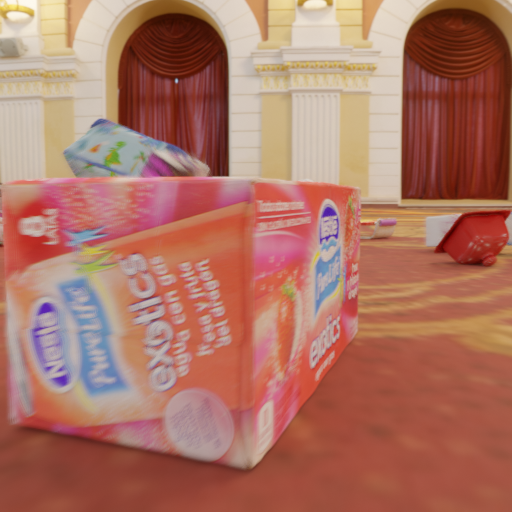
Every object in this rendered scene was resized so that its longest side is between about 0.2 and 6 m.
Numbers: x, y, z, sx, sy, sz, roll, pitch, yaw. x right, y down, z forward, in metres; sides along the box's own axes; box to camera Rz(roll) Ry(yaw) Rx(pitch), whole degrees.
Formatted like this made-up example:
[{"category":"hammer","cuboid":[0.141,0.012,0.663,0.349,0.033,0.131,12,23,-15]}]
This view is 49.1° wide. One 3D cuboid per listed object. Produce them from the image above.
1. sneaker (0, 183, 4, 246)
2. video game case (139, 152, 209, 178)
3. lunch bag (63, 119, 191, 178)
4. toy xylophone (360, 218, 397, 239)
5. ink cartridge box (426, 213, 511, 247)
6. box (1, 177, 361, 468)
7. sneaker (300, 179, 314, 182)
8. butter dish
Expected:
[{"category":"sneaker","cuboid":[-5.430,-0.975,10.647,0.921,1.658,2.370,4,7,33]},{"category":"video game case","cuboid":[-1.126,-0.386,6.058,0.267,1.494,1.354,32,12,5]},{"category":"lunch bag","cuboid":[-1.806,-1.051,9.046,2.426,1.950,1.000,23,62,32]},{"category":"toy xylophone","cuboid":[2.380,-0.676,13.485,1.894,0.476,1.387,5,9,44]},{"category":"ink cartridge box","cuboid":[3.793,-0.444,9.796,0.982,0.575,1.359,-1,2,-24]},{"category":"box","cuboid":[-0.152,0.117,3.131,1.150,1.061,2.240,2,6,20]},{"category":"sneaker","cuboid":[0.432,-0.934,10.885,1.678,0.883,2.322,-2,21,-10]},{"category":"butter dish","cuboid":[3.189,-0.156,7.985,0.928,0.686,0.925,-4,-37,-19]}]
